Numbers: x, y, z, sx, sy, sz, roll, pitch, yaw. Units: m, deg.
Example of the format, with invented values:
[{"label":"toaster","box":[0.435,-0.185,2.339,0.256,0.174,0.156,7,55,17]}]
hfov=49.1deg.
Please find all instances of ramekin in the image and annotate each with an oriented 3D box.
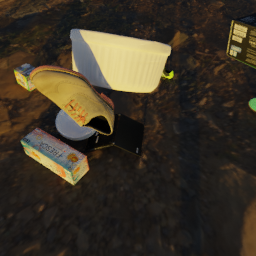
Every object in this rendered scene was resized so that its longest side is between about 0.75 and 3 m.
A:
[{"label":"ramekin","box":[-0.267,-1.833,7.768,2.785,1.297,2.785,9,15,-2]}]

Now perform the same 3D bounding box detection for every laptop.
[{"label":"laptop","box":[-0.447,0.329,10.166,1.768,0.913,1.567,-14,41,23]}]

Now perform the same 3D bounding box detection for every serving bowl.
[{"label":"serving bowl","box":[-1.771,-0.191,10.266,1.654,0.544,1.654,-3,55,4]}]

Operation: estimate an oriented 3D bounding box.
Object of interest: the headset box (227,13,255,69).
[{"label":"headset box","box":[4.613,-2.606,8.136,2.462,1.142,2.143,-24,43,-22]}]

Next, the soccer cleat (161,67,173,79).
[{"label":"soccer cleat","box":[1.479,-2.538,12.666,1.159,0.470,0.391,11,47,10]}]

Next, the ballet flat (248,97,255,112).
[{"label":"ballet flat","box":[5.790,-0.791,10.907,2.081,0.760,0.760,15,48,23]}]

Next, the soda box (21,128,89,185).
[{"label":"soda box","box":[-2.391,0.888,9.178,2.288,0.727,0.783,26,52,24]}]

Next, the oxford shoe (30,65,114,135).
[{"label":"oxford shoe","box":[-1.045,-0.545,6.026,0.803,2.278,0.852,-34,50,27]}]

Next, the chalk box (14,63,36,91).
[{"label":"chalk box","box":[-4.211,-2.157,12.119,1.206,0.747,0.750,34,53,27]}]
